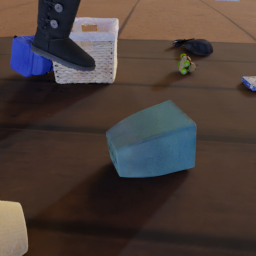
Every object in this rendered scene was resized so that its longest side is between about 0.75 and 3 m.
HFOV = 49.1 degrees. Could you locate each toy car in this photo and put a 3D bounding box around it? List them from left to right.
[{"bbox_3d":[2.705,-2.708,12.063,0.903,0.712,0.742,6,40,-11],"label":"toy car"}]

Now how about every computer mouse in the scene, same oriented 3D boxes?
[{"bbox_3d":[3.572,-4.462,14.819,1.594,0.607,2.301,-15,35,-24],"label":"computer mouse"}]

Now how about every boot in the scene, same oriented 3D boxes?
[{"bbox_3d":[-1.661,-3.183,8.325,2.130,2.584,0.848,18,29,-10],"label":"boot"}]

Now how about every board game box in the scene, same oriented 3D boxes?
[{"bbox_3d":[5.089,-1.732,10.870,0.953,0.208,0.958,-2,32,-3],"label":"board game box"}]

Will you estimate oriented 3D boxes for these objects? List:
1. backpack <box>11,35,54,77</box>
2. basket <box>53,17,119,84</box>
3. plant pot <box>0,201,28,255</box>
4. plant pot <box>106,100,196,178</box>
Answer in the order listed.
[{"bbox_3d":[-3.721,-2.951,11.702,1.547,1.498,1.843,31,31,8],"label":"backpack"},{"bbox_3d":[-1.660,-3.207,11.450,2.565,2.082,2.588,0,32,0],"label":"basket"},{"bbox_3d":[-2.504,1.755,4.254,1.745,1.635,1.635,-7,32,-28],"label":"plant pot"},{"bbox_3d":[0.481,0.354,6.645,1.809,1.278,1.278,-16,35,-13],"label":"plant pot"}]
